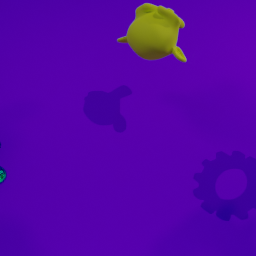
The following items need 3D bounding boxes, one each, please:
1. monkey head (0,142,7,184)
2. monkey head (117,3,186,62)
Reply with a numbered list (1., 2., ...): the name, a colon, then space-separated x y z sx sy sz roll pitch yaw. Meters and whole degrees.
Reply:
1. monkey head: -2.769 0.353 4.328 1.943 1.171 1.398 37 44 -17
2. monkey head: 0.607 -1.850 5.587 1.664 1.003 1.197 28 23 33
